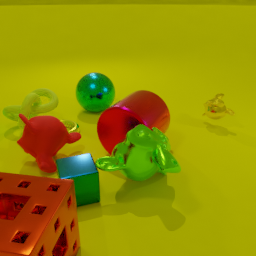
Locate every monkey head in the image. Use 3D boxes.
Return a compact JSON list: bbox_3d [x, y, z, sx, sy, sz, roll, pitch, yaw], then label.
[{"bbox_3d":[0.355,0.647,5.393,1.812,1.092,1.303,11,30,-38],"label":"monkey head"},{"bbox_3d":[2.603,-0.607,8.147,1.038,0.625,0.747,2,38,48],"label":"monkey head"},{"bbox_3d":[-1.801,0.312,6.326,1.694,1.021,1.219,23,19,-48],"label":"monkey head"}]

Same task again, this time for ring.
[{"bbox_3d":[-1.886,0.047,7.844,1.072,0.214,1.072,0,26,0],"label":"ring"}]

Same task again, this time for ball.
[{"bbox_3d":[-1.054,-1.148,9.097,1.296,1.296,1.296,0,26,0],"label":"ball"}]

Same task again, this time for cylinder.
[{"bbox_3d":[0.165,-0.084,6.788,1.367,1.367,1.367,13,29,24],"label":"cylinder"}]

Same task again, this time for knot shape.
[{"bbox_3d":[-2.723,-0.527,7.726,1.558,0.720,1.458,-30,17,0],"label":"knot shape"}]

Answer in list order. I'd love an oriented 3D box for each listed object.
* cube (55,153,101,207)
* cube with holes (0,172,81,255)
[{"bbox_3d":[-0.958,1.003,5.345,0.703,0.703,0.703,-9,27,-17],"label":"cube"},{"bbox_3d":[-1.476,1.503,3.684,1.262,1.262,1.262,5,27,9],"label":"cube with holes"}]
